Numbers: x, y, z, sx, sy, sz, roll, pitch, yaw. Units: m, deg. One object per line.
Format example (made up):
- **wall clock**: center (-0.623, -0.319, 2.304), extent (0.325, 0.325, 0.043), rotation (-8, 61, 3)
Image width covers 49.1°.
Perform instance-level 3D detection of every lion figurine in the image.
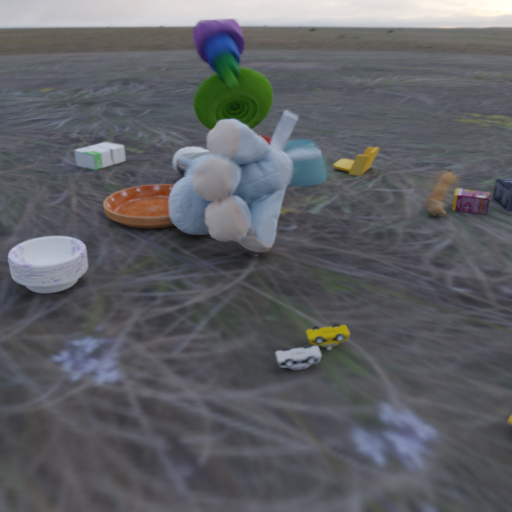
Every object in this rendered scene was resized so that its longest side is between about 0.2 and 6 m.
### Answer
- **lion figurine**: center (3.960, -1.396, 11.990), extent (0.437, 1.206, 0.739), rotation (16, -4, 19)

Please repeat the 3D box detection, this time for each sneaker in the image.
- **sneaker**: center (-0.837, -2.365, 14.247), extent (2.457, 0.908, 0.974), rotation (-14, 36, -15)

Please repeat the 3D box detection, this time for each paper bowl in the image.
- **paper bowl**: center (-3.324, 0.170, 9.030), extent (1.179, 0.613, 1.179), rotation (0, 25, 0)

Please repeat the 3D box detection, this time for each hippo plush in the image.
- **hippo plush**: center (-0.690, -1.495, 10.376), extent (2.279, 2.258, 2.835), rotation (5, 60, 41)

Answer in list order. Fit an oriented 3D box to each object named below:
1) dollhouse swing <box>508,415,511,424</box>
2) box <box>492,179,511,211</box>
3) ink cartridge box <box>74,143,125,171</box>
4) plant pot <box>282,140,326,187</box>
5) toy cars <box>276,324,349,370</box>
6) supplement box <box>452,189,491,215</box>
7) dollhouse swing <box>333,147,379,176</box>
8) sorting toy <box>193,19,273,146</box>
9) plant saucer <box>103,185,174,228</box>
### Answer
- **dollhouse swing**: center (3.456, 1.871, 5.939), extent (0.929, 0.898, 1.022), rotation (-51, 41, -5)
- **box**: center (5.906, -1.368, 12.436), extent (0.948, 0.494, 0.863), rotation (0, 24, 1)
- **ink cartridge box**: center (-4.278, -2.747, 15.400), extent (0.802, 0.462, 1.099), rotation (17, 30, 32)
- **plant pot**: center (1.100, -2.399, 14.127), extent (1.383, 0.932, 1.383), rotation (1, 26, 0)
- **toy cars**: center (0.746, 1.215, 7.272), extent (0.519, 0.256, 1.158), rotation (18, 33, 41)
- **supplement box**: center (4.680, -1.186, 12.185), extent (0.734, 0.379, 0.481), rotation (11, 27, 21)
- **dollhouse swing**: center (2.630, -2.606, 14.822), extent (0.805, 0.833, 0.916), rotation (32, 35, 15)
- **sorting toy**: center (-0.272, -2.326, 10.941), extent (1.575, 4.544, 1.565), rotation (-14, 60, 1)
- **plant saucer**: center (-2.145, -1.052, 11.960), extent (2.144, 0.346, 2.144), rotation (0, 24, 0)
